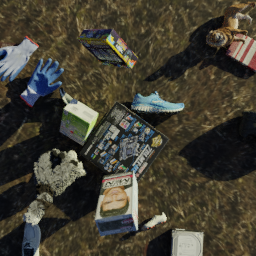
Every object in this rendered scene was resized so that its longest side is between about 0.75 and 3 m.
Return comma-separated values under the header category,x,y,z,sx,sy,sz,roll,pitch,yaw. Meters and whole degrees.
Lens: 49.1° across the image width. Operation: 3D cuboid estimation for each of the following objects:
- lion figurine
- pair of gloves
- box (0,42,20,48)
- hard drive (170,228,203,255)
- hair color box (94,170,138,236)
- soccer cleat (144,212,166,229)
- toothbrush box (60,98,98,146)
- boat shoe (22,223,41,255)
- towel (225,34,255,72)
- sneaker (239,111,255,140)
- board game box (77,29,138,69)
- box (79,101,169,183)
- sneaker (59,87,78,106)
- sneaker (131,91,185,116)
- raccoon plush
category,x,y,z,sx,sy,sz,roll,pitch,yaw
lion figurine,4.254,-4.303,11.578,1.497,0.886,2.444,17,70,21
pair of gloves,-4.088,-2.336,11.357,2.709,0.309,2.178,43,90,-11
box,-4.838,-3.278,11.601,0.998,0.500,0.374,4,86,-1
hard drive,2.290,4.959,11.074,1.261,0.341,1.805,5,87,1
hair color box,-0.320,2.448,9.488,1.185,2.394,0.726,-12,113,7
soccer cleat,1.048,3.699,11.187,0.979,0.339,0.380,-20,81,-8
toothbrush box,-1.918,-0.199,10.802,1.140,1.566,0.674,31,53,2
boat shoe,-3.806,4.574,10.945,0.626,0.639,1.793,-2,86,0
towel,5.040,-3.179,11.760,1.615,0.184,1.163,31,84,0
sneaker,5.789,0.230,11.192,2.814,1.069,1.277,18,95,8
board game box,-0.730,-2.823,9.952,1.795,1.484,0.509,21,76,46
box,-0.145,0.703,11.000,2.546,0.637,2.565,35,92,2
sneaker,-2.339,-1.083,11.475,0.557,0.519,1.405,-35,93,-12
sneaker,1.228,-1.035,11.281,2.148,0.842,0.966,6,83,0
raccoon plush,-2.664,2.047,10.109,1.406,1.947,2.906,28,71,19
